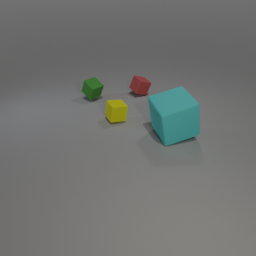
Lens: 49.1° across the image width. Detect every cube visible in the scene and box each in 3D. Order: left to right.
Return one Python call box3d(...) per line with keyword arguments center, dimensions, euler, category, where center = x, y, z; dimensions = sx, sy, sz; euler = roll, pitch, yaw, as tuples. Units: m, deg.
box3d(center=(-1.710, -1.915, 13.510), dimensions=(0.700, 0.700, 0.700), euler=(44, 48, 18), category="cube")
box3d(center=(-0.489, -0.715, 11.636), dimensions=(0.700, 0.700, 0.700), euler=(-6, 31, -24), category="cube")
box3d(center=(0.616, -2.159, 14.135), dimensions=(0.700, 0.700, 0.700), euler=(2, 33, -39), category="cube")
box3d(center=(1.675, -0.450, 10.241), dimensions=(1.400, 1.400, 1.400), euler=(-18, 38, -7), category="cube")
